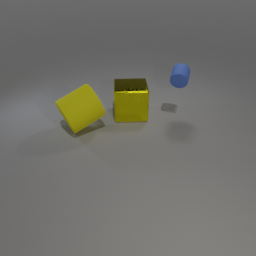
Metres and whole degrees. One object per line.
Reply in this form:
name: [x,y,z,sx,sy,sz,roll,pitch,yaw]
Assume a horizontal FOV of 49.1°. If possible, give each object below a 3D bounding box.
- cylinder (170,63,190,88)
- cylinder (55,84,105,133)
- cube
cylinder: [2.034,-2.036,10.919,0.700,0.700,0.700,9,50,14]
cylinder: [-1.810,-0.739,10.664,1.400,1.400,1.400,-33,41,-11]
cube: [0.113,-1.192,11.866,1.400,1.400,1.400,-1,32,-2]
